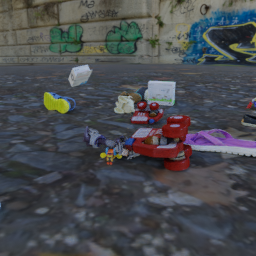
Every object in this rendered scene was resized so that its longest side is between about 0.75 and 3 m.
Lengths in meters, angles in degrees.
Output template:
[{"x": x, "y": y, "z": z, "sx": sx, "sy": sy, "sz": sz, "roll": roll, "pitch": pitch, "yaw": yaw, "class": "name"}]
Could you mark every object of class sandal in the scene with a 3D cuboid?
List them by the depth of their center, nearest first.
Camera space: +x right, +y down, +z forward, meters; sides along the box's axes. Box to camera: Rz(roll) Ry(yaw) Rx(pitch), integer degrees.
[{"x": 3.048, "y": 0.343, "z": 9.403, "sx": 2.837, "sy": 0.697, "sz": 1.154, "roll": 6, "pitch": 18, "yaw": 20, "class": "sandal"}, {"x": -3.645, "y": -1.350, "z": 14.922, "sx": 2.305, "sy": 0.916, "sz": 1.004, "roll": 25, "pitch": 27, "yaw": 36, "class": "sandal"}]

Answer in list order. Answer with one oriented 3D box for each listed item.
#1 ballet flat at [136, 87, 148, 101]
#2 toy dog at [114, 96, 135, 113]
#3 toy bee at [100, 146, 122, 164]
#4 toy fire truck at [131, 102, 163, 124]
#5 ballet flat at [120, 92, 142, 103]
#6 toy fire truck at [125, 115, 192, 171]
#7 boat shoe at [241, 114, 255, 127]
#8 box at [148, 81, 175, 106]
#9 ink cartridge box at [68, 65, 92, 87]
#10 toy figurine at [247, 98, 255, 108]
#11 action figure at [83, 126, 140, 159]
[{"x": 1.201, "y": -2.194, "z": 17.728, "sx": 0.890, "sy": 0.890, "sz": 2.435, "roll": 6, "pitch": 15, "yaw": 20, "class": "ballet flat"}, {"x": -0.053, "y": -1.256, "z": 14.549, "sx": 1.216, "sy": 0.875, "sz": 1.254, "roll": 14, "pitch": 17, "yaw": 3, "class": "toy dog"}, {"x": -0.552, "y": 0.833, "z": 8.354, "sx": 0.616, "sy": 0.512, "sz": 0.942, "roll": -1, "pitch": -10, "yaw": 26, "class": "toy bee"}, {"x": 0.885, "y": -0.558, "z": 12.639, "sx": 1.358, "sy": 0.761, "sz": 1.140, "roll": 4, "pitch": 41, "yaw": 14, "class": "toy fire truck"}, {"x": 0.034, "y": -1.796, "z": 16.875, "sx": 0.703, "sy": 0.659, "sz": 1.944, "roll": -32, "pitch": 29, "yaw": -24, "class": "ballet flat"}, {"x": 0.922, "y": 0.410, "z": 8.395, "sx": 1.837, "sy": 1.227, "sz": 2.188, "roll": -2, "pitch": 15, "yaw": 18, "class": "toy fire truck"}, {"x": 5.655, "y": -0.281, "z": 11.897, "sx": 1.550, "sy": 0.482, "sz": 0.578, "roll": 12, "pitch": 19, "yaw": 31, "class": "boat shoe"}, {"x": 1.937, "y": -2.036, "z": 16.283, "sx": 1.492, "sy": 1.317, "sz": 0.722, "roll": 5, "pitch": 17, "yaw": 18, "class": "box"}, {"x": -2.280, "y": -2.551, "z": 13.377, "sx": 0.806, "sy": 0.464, "sz": 1.391, "roll": -20, "pitch": -10, "yaw": -27, "class": "ink cartridge box"}, {"x": 7.053, "y": -1.170, "z": 15.177, "sx": 1.258, "sy": 0.663, "sz": 0.753, "roll": -20, "pitch": 54, "yaw": -44, "class": "toy figurine"}, {"x": -0.421, "y": 0.496, "z": 8.669, "sx": 1.891, "sy": 0.656, "sz": 1.230, "roll": 15, "pitch": -2, "yaw": 7, "class": "action figure"}]
